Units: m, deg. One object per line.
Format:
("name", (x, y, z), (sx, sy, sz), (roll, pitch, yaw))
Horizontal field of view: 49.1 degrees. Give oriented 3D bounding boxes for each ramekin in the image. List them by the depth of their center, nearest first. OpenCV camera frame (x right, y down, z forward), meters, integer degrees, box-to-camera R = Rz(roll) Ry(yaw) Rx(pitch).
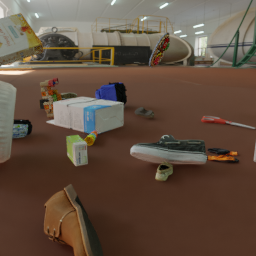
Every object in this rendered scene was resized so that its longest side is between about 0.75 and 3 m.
("ramekin", (-3.672, -0.167, 7.463), (1.162, 2.494, 2.494), (6, 13, -21))

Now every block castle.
("block castle", (-3.335, -1.385, 12.783), (0.810, 1.728, 1.154), (-8, 15, 1))

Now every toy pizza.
("toy pizza", (1.549, -3.607, 13.152), (0.281, 1.773, 1.773), (31, 24, 11))

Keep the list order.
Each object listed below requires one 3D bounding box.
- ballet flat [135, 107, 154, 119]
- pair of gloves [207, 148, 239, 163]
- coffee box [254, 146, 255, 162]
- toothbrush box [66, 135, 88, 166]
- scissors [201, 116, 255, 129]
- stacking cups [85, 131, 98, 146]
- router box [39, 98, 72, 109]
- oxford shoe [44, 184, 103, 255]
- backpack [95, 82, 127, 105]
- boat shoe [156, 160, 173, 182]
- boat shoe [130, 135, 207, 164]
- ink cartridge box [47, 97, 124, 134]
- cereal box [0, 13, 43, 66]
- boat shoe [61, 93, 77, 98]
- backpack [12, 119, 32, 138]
("ballet flat", (0.768, -0.650, 12.781), (0.506, 0.348, 1.501), (-47, 26, -12))
("pair of gloves", (2.743, 0.772, 8.128), (0.879, 0.122, 0.987), (5, 16, 17))
("coffee box", (4.668, 0.485, 7.745), (2.171, 0.866, 1.227), (-11, 20, -34))
("toothbrush box", (-1.426, 0.609, 7.792), (0.362, 0.613, 0.842), (-7, 17, -24))
("scissors", (4.157, -0.260, 11.635), (2.296, 0.160, 0.840), (9, 16, 34))
("stacking cups", (-1.233, 0.296, 9.472), (0.305, 0.305, 1.008), (1, 15, 2))
("router box", (-3.406, -1.252, 14.148), (1.837, 0.480, 1.444), (-3, 7, -7))
("oxford shoe", (-0.924, 1.616, 4.428), (0.741, 0.742, 2.079), (-26, 18, -16))
("backpack", (-0.822, -1.746, 14.656), (1.418, 1.373, 1.690), (3, 17, 20))
("boat shoe", (0.918, 1.020, 6.946), (0.337, 0.289, 0.921), (5, 17, 18))
("boat shoe", (1.080, 0.544, 7.483), (2.028, 0.719, 0.731), (6, -19, -6))
("ink cartridge box", (-1.825, -0.614, 11.388), (2.940, 0.981, 1.703), (12, 20, 35))
("cereal box", (-3.149, -2.071, 6.758), (1.769, 0.350, 1.272), (-28, 68, -25))
("boat shoe", (-3.707, -1.914, 16.822), (1.309, 0.489, 0.448), (-3, 22, -7))
("backpack", (-4.022, 0.018, 9.778), (1.073, 0.825, 0.876), (14, 6, -38))
